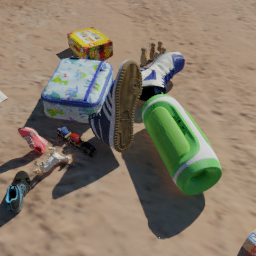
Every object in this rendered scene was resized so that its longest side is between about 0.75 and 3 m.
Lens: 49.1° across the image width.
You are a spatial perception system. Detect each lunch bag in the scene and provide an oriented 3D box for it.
[{"bbox_3d":[-1.566,-1.348,9.409,2.032,1.042,2.528,10,45,6],"label":"lunch bag"}]

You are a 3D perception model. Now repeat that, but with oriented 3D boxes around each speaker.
[{"bbox_3d":[1.313,0.314,7.478,1.254,1.254,2.836,-12,45,-12],"label":"speaker"}]

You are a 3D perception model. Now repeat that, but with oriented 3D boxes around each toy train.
[{"bbox_3d":[-1.521,0.350,8.068,1.590,0.364,0.271,28,50,27],"label":"toy train"}]

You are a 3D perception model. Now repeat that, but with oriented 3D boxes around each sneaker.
[{"bbox_3d":[1.037,-1.567,9.736,2.604,1.052,1.504,-25,54,-18],"label":"sneaker"},{"bbox_3d":[-0.401,-0.665,7.722,0.856,2.442,1.325,0,13,-38],"label":"sneaker"},{"bbox_3d":[-2.668,1.464,6.805,0.436,0.488,1.190,-4,43,-4],"label":"sneaker"},{"bbox_3d":[-2.607,0.348,7.690,0.368,1.000,0.434,-21,45,25],"label":"sneaker"}]

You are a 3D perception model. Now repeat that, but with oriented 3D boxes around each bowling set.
[{"bbox_3d":[1.268,-3.002,11.303,1.023,0.789,1.470,28,51,27],"label":"bowling set"}]

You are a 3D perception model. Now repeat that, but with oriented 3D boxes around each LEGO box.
[{"bbox_3d":[-1.625,-3.581,11.994,1.296,0.672,1.741,-24,48,-23],"label":"LEGO box"}]

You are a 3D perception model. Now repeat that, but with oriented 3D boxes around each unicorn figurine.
[{"bbox_3d":[-1.983,0.860,7.386,1.088,0.747,0.402,-31,57,-9],"label":"unicorn figurine"}]

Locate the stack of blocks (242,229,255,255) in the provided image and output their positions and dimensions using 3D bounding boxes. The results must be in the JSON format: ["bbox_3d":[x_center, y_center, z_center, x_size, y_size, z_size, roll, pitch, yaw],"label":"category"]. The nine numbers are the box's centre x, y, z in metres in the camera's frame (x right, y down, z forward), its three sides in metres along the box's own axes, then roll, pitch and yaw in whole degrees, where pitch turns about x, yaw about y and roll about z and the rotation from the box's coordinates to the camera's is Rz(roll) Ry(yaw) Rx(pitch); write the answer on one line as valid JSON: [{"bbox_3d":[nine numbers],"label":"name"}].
[{"bbox_3d":[3.226,2.309,5.961,1.400,0.410,0.806,-28,50,-26],"label":"stack of blocks"}]

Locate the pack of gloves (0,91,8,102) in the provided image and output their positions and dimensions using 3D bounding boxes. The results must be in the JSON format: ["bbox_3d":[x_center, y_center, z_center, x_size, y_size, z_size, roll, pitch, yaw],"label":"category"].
[{"bbox_3d":[-5.304,-1.257,9.788,1.490,0.350,1.774,-31,52,-27],"label":"pack of gloves"}]
